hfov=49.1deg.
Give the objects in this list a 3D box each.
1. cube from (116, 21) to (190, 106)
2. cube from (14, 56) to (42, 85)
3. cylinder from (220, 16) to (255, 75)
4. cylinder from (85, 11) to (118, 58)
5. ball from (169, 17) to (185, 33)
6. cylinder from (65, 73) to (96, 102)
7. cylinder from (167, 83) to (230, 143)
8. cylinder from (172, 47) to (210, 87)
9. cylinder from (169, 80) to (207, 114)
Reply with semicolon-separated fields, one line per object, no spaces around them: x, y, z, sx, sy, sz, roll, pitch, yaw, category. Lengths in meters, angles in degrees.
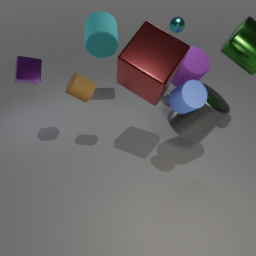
0.634;-1.739;7.767;1.400;1.400;1.400;32;73;7;cube
-3.092;-1.763;8.655;0.700;0.700;0.700;3;-1;-26;cube
4.136;-2.772;9.509;1.400;1.400;1.400;38;37;0;cylinder
-1.148;-3.998;12.053;1.400;1.400;1.400;-2;56;-4;cylinder
2.235;-4.674;12.718;0.700;0.700;0.700;0;31;0;ball
-1.465;-1.248;8.670;0.700;0.700;0.700;27;21;-26;cylinder
2.178;-0.475;8.755;1.400;1.400;1.400;25;35;-18;cylinder
2.676;-2.633;12.451;1.400;1.400;1.400;6;68;-15;cylinder
1.469;-0.756;6.916;0.700;0.700;0.700;-13;-4;-21;cylinder
